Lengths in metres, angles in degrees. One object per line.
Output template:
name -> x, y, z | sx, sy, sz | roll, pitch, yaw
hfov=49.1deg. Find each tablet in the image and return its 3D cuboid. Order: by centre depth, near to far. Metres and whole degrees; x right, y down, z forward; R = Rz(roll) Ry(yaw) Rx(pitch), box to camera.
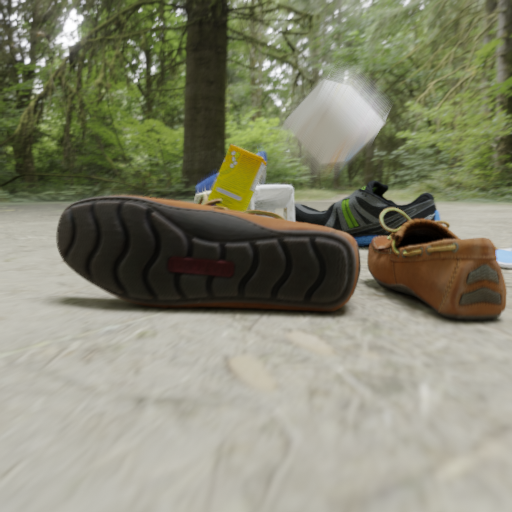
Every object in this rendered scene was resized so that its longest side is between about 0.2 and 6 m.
tablet -> 4.190, 0.047, 9.506 | 1.182, 0.124, 1.816 | -1, 8, -11

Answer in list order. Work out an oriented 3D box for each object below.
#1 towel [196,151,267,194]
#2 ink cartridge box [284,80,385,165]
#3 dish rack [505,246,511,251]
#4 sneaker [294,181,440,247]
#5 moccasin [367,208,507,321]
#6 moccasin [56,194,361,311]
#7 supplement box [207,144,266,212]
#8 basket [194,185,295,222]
towel -> -0.544, -1.341, 12.000 | 1.672, 0.271, 2.277 | -28, -14, -12
ink cartridge box -> 0.975, -1.657, 7.023 | 0.744, 0.725, 1.158 | -45, -10, 28
dish rack -> 6.559, -0.322, 10.424 | 2.659, 0.675, 3.099 | -8, 9, -44
sneaker -> 2.226, -0.894, 11.905 | 3.365, 1.394, 1.193 | 5, 7, 33
moccasin -> 1.906, -0.029, 6.404 | 0.971, 1.024, 2.653 | 0, 7, 0
moccasin -> -0.542, -0.090, 6.170 | 3.322, 1.215, 1.282 | 0, 5, 7
supplement box -> -0.299, -1.108, 8.550 | 0.551, 1.006, 0.547 | 24, 4, 5
basket -> -0.172, -0.607, 10.084 | 1.182, 1.299, 1.916 | 1, 7, 25
